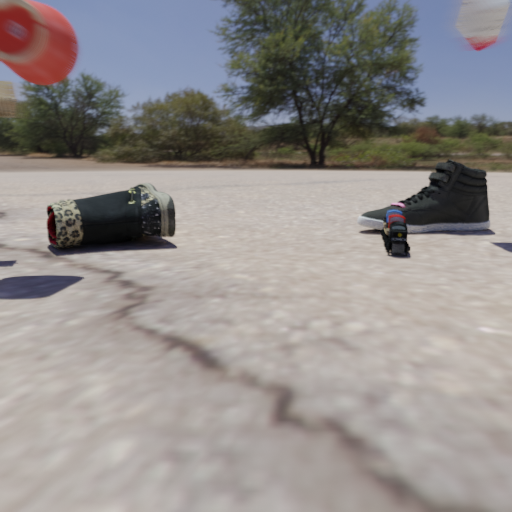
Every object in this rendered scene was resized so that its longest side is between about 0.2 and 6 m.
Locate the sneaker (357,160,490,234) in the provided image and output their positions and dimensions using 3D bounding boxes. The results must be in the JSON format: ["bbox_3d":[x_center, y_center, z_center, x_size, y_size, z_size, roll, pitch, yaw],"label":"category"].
[{"bbox_3d":[3.237,-1.155,10.770,2.733,1.355,0.966,-3,13,-11],"label":"sneaker"}]

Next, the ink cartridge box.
[{"bbox_3d":[3.832,-4.094,9.512,0.396,0.690,0.951,-26,-21,-2],"label":"ink cartridge box"}]

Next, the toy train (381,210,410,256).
[{"bbox_3d":[2.247,-0.424,9.097,0.383,0.515,2.247,2,10,10],"label":"toy train"}]

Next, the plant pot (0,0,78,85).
[{"bbox_3d":[-2.765,-2.639,6.785,1.004,1.004,0.889,0,10,-3],"label":"plant pot"}]

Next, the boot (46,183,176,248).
[{"bbox_3d":[-2.628,-0.720,9.639,1.935,0.925,2.562,-8,13,-26],"label":"boot"}]

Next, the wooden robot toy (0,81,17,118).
[{"bbox_3d":[-4.485,-1.949,7.500,2.326,1.055,1.025,5,-31,-30],"label":"wooden robot toy"}]
